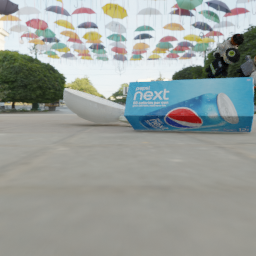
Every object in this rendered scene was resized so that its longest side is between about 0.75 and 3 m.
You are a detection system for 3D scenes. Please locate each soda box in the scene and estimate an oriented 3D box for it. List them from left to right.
[{"bbox_3d":[1.452,-0.530,6.811,2.919,0.990,0.936,1,-23,21],"label":"soda box"}]

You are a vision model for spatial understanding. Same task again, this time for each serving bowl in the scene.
[{"bbox_3d":[-1.219,-0.687,10.173,2.450,0.806,2.450,18,9,-3],"label":"serving bowl"}]

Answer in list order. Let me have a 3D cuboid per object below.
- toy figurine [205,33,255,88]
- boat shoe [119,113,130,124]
[{"bbox_3d":[2.826,-1.623,7.124,1.379,1.357,0.959,38,-35,-7],"label":"toy figurine"},{"bbox_3d":[0.669,-0.465,9.078,2.048,0.729,0.714,1,-11,27],"label":"boat shoe"}]
